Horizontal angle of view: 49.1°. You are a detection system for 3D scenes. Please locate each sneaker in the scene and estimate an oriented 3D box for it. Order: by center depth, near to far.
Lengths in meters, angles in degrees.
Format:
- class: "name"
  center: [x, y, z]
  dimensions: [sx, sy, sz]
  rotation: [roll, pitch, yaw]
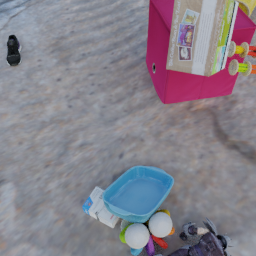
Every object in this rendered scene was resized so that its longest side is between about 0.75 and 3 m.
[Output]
- class: "sneaker"
  center: [-4.460, -3.010, 10.749]
  dimensions: [0.571, 0.661, 1.509]
  rotation: [-12, 51, -9]

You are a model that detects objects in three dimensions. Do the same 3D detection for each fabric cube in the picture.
- class: "fabric cube"
  center: [2.111, -2.679, 9.260]
  dimensions: [2.573, 2.564, 2.524]
  rotation: [-9, 52, -7]

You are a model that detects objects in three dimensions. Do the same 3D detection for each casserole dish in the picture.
- class: "casserole dish"
  center: [0.279, 1.567, 6.697]
  dimensions: [1.270, 0.407, 2.096]
  rotation: [15, 25, 26]

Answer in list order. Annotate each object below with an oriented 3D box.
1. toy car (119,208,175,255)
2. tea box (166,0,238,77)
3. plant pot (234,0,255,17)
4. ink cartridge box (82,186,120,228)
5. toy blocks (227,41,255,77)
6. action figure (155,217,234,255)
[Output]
- class: "toy car"
  center: [0.455, 2.358, 6.226]
  dimensions: [1.236, 1.082, 0.927]
  rotation: [-22, 92, -11]
- class: "tea box"
  center: [1.543, -1.920, 5.808]
  dimensions: [0.950, 1.421, 1.398]
  rotation: [17, 26, 27]
- class: "plant pot"
  center: [4.738, -5.687, 12.182]
  dimensions: [2.131, 2.131, 2.005]
  rotation: [16, 67, 13]
- class: "ink cartridge box"
  center: [-0.572, 1.936, 6.856]
  dimensions: [0.872, 0.367, 0.636]
  rotation: [24, 54, 19]
- class: "toy blocks"
  center: [3.098, -1.730, 7.091]
  dimensions: [1.081, 0.393, 0.901]
  rotation: [1, 76, -12]
- class: "action figure"
  center: [1.360, 2.754, 6.001]
  dimensions: [2.130, 0.739, 1.386]
  rotation: [-16, 45, -17]
